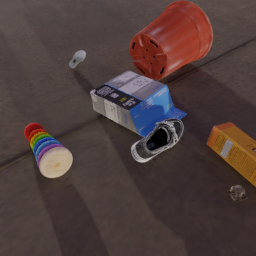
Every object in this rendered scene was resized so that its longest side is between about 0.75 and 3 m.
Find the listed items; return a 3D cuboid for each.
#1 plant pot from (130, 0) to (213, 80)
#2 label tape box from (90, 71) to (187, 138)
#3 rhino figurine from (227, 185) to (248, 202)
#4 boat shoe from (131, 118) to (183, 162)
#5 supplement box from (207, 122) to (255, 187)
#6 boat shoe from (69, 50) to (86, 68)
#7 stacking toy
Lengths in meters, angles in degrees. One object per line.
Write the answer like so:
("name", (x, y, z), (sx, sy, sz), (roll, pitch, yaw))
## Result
("plant pot", (1.559, -3.294, 11.059), (2.559, 2.559, 2.489), (30, 55, 31))
("label tape box", (0.359, -0.839, 9.116), (2.598, 0.822, 1.873), (28, 49, 33))
("rhino figurine", (2.516, 1.518, 6.496), (0.814, 0.243, 0.356), (7, 61, -49))
("boat shoe", (0.979, 0.181, 7.624), (2.129, 0.727, 0.786), (-24, 79, -41))
("supplement box", (3.114, 0.758, 7.288), (0.724, 0.749, 2.177), (-12, 40, -31))
("boat shoe", (-2.032, -2.881, 11.600), (0.410, 1.110, 0.379), (44, 48, -8))
("stacking toy", (-2.367, 0.474, 7.755), (0.877, 0.877, 2.055), (-25, 41, -27))
